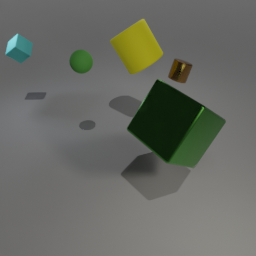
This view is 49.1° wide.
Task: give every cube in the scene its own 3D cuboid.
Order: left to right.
[{"bbox_3d":[-4.330,-3.152,11.165,0.700,0.700,0.700,-22,56,33],"label":"cube"},{"bbox_3d":[1.130,-0.067,6.553,1.400,1.400,1.400,40,13,36],"label":"cube"}]

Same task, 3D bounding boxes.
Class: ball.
[{"bbox_3d":[-1.401,-1.987,8.390,0.700,0.700,0.700,0,33,0],"label":"ball"}]

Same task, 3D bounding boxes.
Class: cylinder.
[{"bbox_3d":[0.310,-2.852,9.899,1.400,1.400,1.400,-30,18,11],"label":"cylinder"},{"bbox_3d":[1.889,-2.068,10.139,0.700,0.700,0.700,15,24,-7],"label":"cylinder"}]
